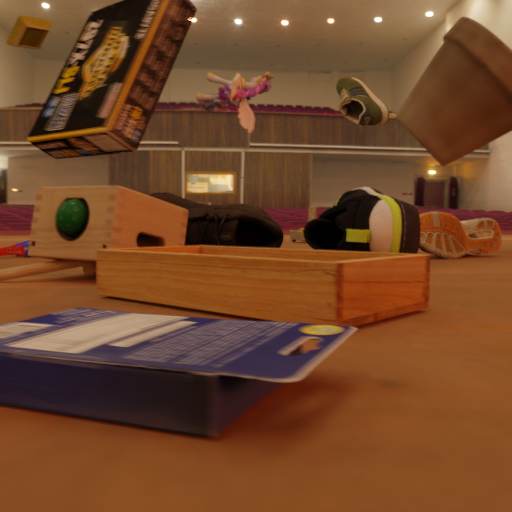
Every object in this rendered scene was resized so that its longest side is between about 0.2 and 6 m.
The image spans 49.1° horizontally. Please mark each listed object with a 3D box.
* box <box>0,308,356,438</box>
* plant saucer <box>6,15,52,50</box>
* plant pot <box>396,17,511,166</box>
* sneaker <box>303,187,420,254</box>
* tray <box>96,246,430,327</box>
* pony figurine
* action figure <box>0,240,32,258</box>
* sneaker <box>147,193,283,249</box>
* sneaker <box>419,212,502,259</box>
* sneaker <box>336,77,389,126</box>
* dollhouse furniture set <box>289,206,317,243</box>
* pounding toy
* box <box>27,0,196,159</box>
[{"bbox_3d":[-0.388,0.388,2.126,1.397,0.226,0.846,0,3,23],"label":"box"},{"bbox_3d":[-4.334,-4.242,10.774,0.700,0.168,0.699,-41,-14,34],"label":"plant saucer"},{"bbox_3d":[3.986,-2.964,10.913,2.095,2.414,2.414,-44,-14,20],"label":"plant pot"},{"bbox_3d":[1.481,-0.569,9.497,1.473,1.276,3.557,0,3,-8],"label":"sneaker"},{"bbox_3d":[-0.056,0.169,4.287,2.378,0.440,1.173,4,5,42],"label":"tray"},{"bbox_3d":[-0.512,-3.716,12.924,1.630,1.574,1.357,3,-38,22],"label":"pony figurine"},{"bbox_3d":[-3.666,-0.617,10.666,2.741,1.356,0.894,1,3,-39],"label":"action figure"},{"bbox_3d":[-0.974,-0.467,9.628,3.119,1.184,1.416,-3,11,-19],"label":"sneaker"},{"bbox_3d":[3.419,-0.271,10.167,2.179,0.824,0.955,5,-12,-30],"label":"sneaker"},{"bbox_3d":[2.235,-3.601,13.024,0.828,0.618,1.844,-16,49,-24],"label":"sneaker"},{"bbox_3d":[2.270,-1.034,16.888,1.729,1.335,3.459,0,3,-15],"label":"dollhouse furniture set"},{"bbox_3d":[-1.814,-0.140,6.169,1.412,1.091,1.534,3,-6,29],"label":"pounding toy"},{"bbox_3d":[-2.672,-3.313,10.301,2.491,3.119,0.770,4,-22,41],"label":"box"}]
